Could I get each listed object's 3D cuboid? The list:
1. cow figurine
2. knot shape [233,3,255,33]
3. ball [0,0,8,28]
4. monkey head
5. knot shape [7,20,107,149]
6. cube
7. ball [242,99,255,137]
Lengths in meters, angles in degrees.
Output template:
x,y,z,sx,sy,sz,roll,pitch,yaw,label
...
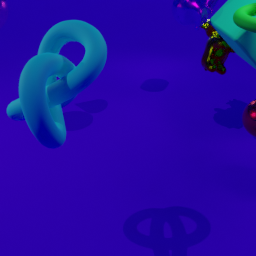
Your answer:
x,y,z,sx,sy,sz,roll,pitch,yaw,label
2.480,-2.397,8.068,0.822,1.497,1.474,7,29,-24,cow figurine
2.521,-1.808,4.830,0.641,1.298,1.387,-23,30,58,knot shape
-3.540,-2.918,6.769,1.196,1.196,1.196,0,34,0,ball
1.620,-3.013,6.831,0.923,1.102,1.531,39,9,4,monkey head
-0.847,-0.609,3.408,0.739,1.496,1.598,27,1,-20,knot shape
3.009,-2.343,6.392,1.385,1.385,1.385,33,24,-30,cube
2.839,-0.205,5.812,0.878,0.878,0.878,0,34,0,ball
